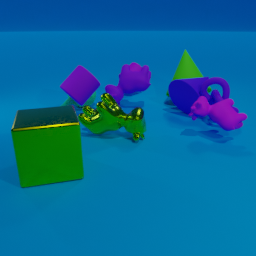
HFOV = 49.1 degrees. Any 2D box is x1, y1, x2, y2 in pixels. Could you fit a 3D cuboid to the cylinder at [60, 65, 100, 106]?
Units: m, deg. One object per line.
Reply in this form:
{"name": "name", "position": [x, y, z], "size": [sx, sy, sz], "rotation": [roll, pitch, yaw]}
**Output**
{"name": "cylinder", "position": [-1.468, -1.304, 8.634], "size": [0.901, 0.901, 0.901], "rotation": [-49, 35, -5]}

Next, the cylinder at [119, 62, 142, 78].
{"name": "cylinder", "position": [0.162, -2.072, 11.176], "size": [0.786, 0.786, 0.786], "rotation": [-45, 39, -16]}

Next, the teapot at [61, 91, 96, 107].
{"name": "teapot", "position": [-1.703, -1.167, 9.744], "size": [0.816, 1.037, 1.667], "rotation": [-16, 22, 52]}

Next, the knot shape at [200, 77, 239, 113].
{"name": "knot shape", "position": [2.538, -0.879, 7.973], "size": [0.585, 1.185, 1.266], "rotation": [-29, 17, -12]}

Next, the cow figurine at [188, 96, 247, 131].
{"name": "cow figurine", "position": [2.132, -0.328, 6.813], "size": [1.114, 0.622, 1.132], "rotation": [-17, 52, -19]}

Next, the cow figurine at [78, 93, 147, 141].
{"name": "cow figurine", "position": [-0.323, -0.160, 7.130], "size": [1.505, 1.481, 0.826], "rotation": [-28, 26, 30]}

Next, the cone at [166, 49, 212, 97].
{"name": "cone", "position": [2.135, -2.062, 10.155], "size": [1.622, 1.628, 1.622], "rotation": [-3, -5, 0]}

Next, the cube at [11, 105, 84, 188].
{"name": "cube", "position": [-1.540, 0.301, 5.484], "size": [1.157, 1.157, 1.157], "rotation": [-6, 22, -14]}

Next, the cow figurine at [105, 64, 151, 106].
{"name": "cow figurine", "position": [0.008, -1.358, 9.361], "size": [1.511, 1.487, 0.830], "rotation": [6, -17, 18]}

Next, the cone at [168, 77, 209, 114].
{"name": "cone", "position": [2.191, -1.299, 8.916], "size": [1.289, 1.284, 1.284], "rotation": [-39, 38, -23]}
